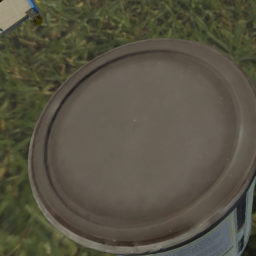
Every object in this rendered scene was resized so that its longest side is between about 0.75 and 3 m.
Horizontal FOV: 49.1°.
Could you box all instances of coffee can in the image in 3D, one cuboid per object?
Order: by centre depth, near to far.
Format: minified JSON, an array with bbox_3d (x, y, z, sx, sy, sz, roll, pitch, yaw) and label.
[{"bbox_3d":[0.487,0.686,3.572,2.102,2.873,2.102,-10,56,16],"label":"coffee can"}]

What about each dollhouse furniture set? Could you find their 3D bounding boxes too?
[{"bbox_3d":[-2.119,-1.971,4.965,1.111,0.768,1.176,-34,77,5],"label":"dollhouse furniture set"}]
